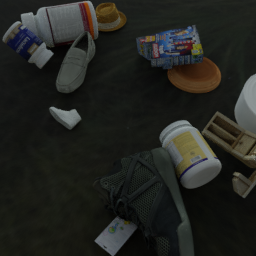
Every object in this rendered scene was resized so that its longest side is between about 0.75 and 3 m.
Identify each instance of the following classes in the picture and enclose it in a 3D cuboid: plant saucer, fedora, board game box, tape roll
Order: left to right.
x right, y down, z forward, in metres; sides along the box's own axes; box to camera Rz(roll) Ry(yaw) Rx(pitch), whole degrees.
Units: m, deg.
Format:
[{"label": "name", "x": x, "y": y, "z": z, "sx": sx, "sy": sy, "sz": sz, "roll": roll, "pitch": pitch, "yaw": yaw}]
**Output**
[{"label": "fedora", "x": -0.767, "y": -4.125, "z": 10.228, "sx": 1.496, "sy": 0.610, "sz": 1.496, "roll": 0, "pitch": 51, "yaw": 0}, {"label": "board game box", "x": 1.208, "y": -2.394, "z": 8.572, "sx": 1.926, "sy": 0.594, "sz": 1.928, "roll": -4, "pitch": 42, "yaw": 10}, {"label": "plant saucer", "x": 2.019, "y": -1.710, "z": 8.482, "sx": 1.607, "sy": 0.301, "sz": 1.607, "roll": 0, "pitch": 50, "yaw": 0}, {"label": "tape roll", "x": 3.981, "y": -0.474, "z": 7.163, "sx": 2.289, "sy": 0.800, "sz": 2.289, "roll": 0, "pitch": 52, "yaw": 0}]

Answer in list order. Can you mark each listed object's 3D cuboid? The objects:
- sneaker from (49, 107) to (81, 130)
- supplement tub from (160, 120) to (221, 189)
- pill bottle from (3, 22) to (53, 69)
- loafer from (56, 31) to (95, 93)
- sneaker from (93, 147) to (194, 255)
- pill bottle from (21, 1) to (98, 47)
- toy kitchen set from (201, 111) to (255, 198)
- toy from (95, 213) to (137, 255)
[{"label": "sneaker", "x": -1.636, "y": -0.359, "z": 7.410, "sx": 0.851, "sy": 0.314, "sz": 0.492, "roll": 38, "pitch": 58, "yaw": 15}, {"label": "supplement tub", "x": 1.339, "y": 0.568, "z": 6.225, "sx": 0.947, "sy": 0.947, "sz": 1.302, "roll": -17, "pitch": 53, "yaw": -13}, {"label": "pill bottle", "x": -2.934, "y": -2.427, "z": 8.323, "sx": 1.315, "sy": 0.761, "sz": 0.761, "roll": 39, "pitch": 51, "yaw": -19}, {"label": "loafer", "x": -1.581, "y": -2.010, "z": 8.384, "sx": 0.818, "sy": 0.816, "sz": 2.339, "roll": 8, "pitch": 52, "yaw": 7}, {"label": "sneaker", "x": 0.255, "y": 1.674, "z": 5.276, "sx": 1.656, "sy": 1.105, "sz": 2.891, "roll": -9, "pitch": 49, "yaw": -5}, {"label": "pill bottle", "x": -2.209, "y": -3.363, "z": 9.202, "sx": 2.262, "sy": 1.240, "sz": 1.240, "roll": -14, "pitch": 52, "yaw": -11}, {"label": "toy kitchen set", "x": 2.169, "y": 0.487, "z": 5.899, "sx": 1.422, "sy": 1.577, "sz": 1.286, "roll": 37, "pitch": 92, "yaw": 12}, {"label": "toy", "x": -0.200, "y": 2.083, "z": 5.491, "sx": 0.469, "sy": 0.192, "sz": 0.815, "roll": 28, "pitch": 51, "yaw": 27}]
